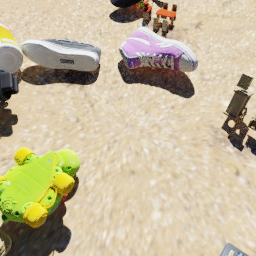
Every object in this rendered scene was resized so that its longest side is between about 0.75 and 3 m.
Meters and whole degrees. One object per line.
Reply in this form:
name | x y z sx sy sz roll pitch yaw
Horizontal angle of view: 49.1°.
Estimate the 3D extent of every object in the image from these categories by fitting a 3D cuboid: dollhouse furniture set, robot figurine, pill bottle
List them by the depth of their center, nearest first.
dollhouse furniture set | 3.704 -0.784 8.184 1.181 1.336 0.743 36 35 28
robot figurine | -4.213 -1.223 8.490 1.672 1.256 1.043 -9 40 2
pill bottle | -4.714 -3.031 10.191 1.202 1.202 2.165 -25 56 -18
dollhouse furniture set | 1.348 -4.971 12.007 1.407 0.733 1.423 18 54 14

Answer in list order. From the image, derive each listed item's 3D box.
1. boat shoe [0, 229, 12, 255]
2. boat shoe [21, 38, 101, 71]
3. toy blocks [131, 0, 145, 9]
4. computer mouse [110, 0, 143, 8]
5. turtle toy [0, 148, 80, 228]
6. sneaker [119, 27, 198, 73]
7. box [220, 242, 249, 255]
boat shoe | -3.685 2.300 6.342 2.210 0.695 0.806 22 55 17
boat shoe | -2.374 -2.810 10.161 2.831 1.016 0.960 8 53 3
toy blocks | 0.225 -5.744 12.853 0.992 0.360 0.827 -20 54 -15
computer mouse | 0.281 -6.492 12.788 2.909 0.670 2.043 -25 56 -18
turtle toy | -2.084 1.339 6.781 1.713 1.188 2.351 29 57 20
sneaker | 0.914 -2.409 9.941 2.917 1.057 1.663 34 66 31
box | 2.252 3.270 5.809 1.057 0.342 1.340 30 58 20
